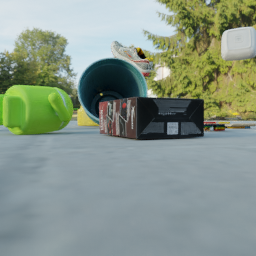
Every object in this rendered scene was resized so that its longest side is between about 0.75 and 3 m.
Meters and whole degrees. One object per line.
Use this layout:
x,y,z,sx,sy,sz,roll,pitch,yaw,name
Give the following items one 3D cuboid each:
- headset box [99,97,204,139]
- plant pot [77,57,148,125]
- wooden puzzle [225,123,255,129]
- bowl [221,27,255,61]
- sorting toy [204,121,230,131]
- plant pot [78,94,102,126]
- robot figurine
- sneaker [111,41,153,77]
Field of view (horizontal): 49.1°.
0.329,-0.194,5.473,1.395,0.704,1.877,-1,2,-25,headset box
-0.682,-1.079,10.861,2.466,2.466,2.317,0,-13,-9,plant pot
3.925,-0.058,10.069,0.925,0.186,1.000,0,-3,-6,wooden puzzle
4.483,-3.460,11.307,1.384,1.382,0.517,-1,-16,21,bowl
2.363,-0.051,7.857,0.775,0.272,1.607,0,1,1,sorting toy
-1.269,-1.305,14.039,2.551,2.400,2.551,-1,2,0,plant pot
-2.063,-0.413,6.415,1.636,1.079,1.865,7,8,37,robot figurine
0.220,-3.322,12.695,2.400,0.986,0.934,40,30,20,sneaker
